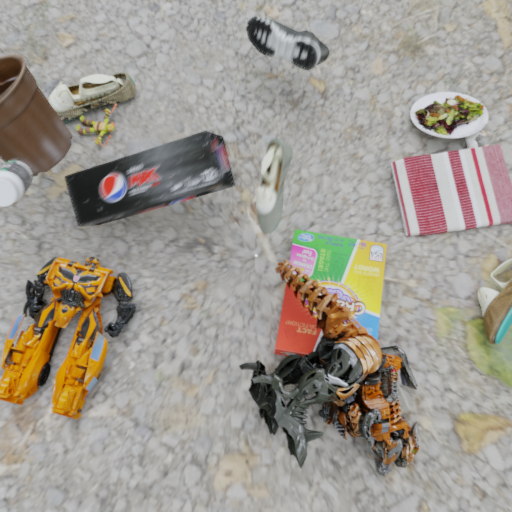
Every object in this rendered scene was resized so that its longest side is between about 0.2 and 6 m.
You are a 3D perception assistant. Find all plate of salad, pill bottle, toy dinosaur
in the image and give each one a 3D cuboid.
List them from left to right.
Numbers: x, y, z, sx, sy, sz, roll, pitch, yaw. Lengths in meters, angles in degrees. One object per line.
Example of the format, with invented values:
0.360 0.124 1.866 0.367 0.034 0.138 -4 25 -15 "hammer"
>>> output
-4.059 -1.186 9.212 0.551 0.551 0.974 -10 26 -4 "pill bottle"
1.282 2.019 9.601 2.680 2.017 3.949 -28 76 -12 "toy dinosaur"
4.223 -3.157 12.241 1.646 0.395 1.646 -4 51 4 "plate of salad"

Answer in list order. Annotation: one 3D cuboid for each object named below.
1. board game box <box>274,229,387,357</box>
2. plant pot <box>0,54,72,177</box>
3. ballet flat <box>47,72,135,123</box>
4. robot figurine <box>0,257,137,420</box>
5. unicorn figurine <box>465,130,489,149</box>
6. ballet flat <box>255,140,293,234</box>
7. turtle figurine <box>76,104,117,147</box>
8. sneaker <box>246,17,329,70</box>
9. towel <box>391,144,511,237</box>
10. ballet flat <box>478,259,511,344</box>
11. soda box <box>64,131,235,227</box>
1.463 0.821 10.839 1.881 0.496 2.458 9 69 3 "board game box"
-4.204 -2.355 9.824 1.622 1.605 1.622 -13 52 17 "plant pot"
-3.817 -3.579 12.338 2.298 0.865 0.780 -20 74 -7 "ballet flat"
-3.528 1.351 10.428 2.189 0.879 3.019 12 69 3 "robot figurine"
4.747 -2.371 12.173 0.633 0.341 0.922 -11 71 4 "unicorn figurine"
0.206 -1.149 9.104 0.517 0.489 1.534 8 82 39 "ballet flat"
-3.469 -2.884 12.359 0.858 0.343 1.064 8 77 11 "turtle figurine"
0.697 -4.485 11.805 2.026 0.673 0.917 35 38 27 "sneaker"
4.149 -1.359 11.761 2.415 0.275 1.740 -8 76 -2 "towel"
4.854 0.671 10.829 0.844 0.792 2.334 31 70 33 "ballet flat"
-1.970 -1.393 10.416 2.955 0.936 1.046 -14 92 15 "soda box"
